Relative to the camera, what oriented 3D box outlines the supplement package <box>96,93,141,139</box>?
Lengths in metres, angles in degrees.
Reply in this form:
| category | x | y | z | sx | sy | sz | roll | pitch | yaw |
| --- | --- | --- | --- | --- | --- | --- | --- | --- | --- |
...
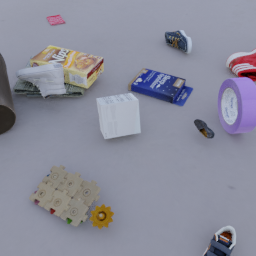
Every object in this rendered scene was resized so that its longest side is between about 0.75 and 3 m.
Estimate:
| category | x | y | z | sx | sy | sz | roll | pitch | yaw |
| --- | --- | --- | --- | --- | --- | --- | --- | --- | --- |
| supplement package | -0.288 | -0.380 | 8.419 | 1.117 | 1.068 | 0.822 | -10 | 23 | -11 |

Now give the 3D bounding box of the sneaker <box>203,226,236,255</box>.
| category | x | y | z | sx | sy | sz | roll | pitch | yaw |
| --- | --- | --- | --- | --- | --- | --- | --- | --- | --- |
| sneaker | 1.883 | 2.562 | 5.824 | 0.486 | 0.492 | 1.240 | 23 | 49 | 21 |

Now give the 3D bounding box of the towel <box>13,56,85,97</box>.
| category | x | y | z | sx | sy | sz | roll | pitch | yaw |
| --- | --- | --- | --- | --- | --- | --- | --- | --- | --- |
| towel | -2.832 | -1.991 | 10.853 | 2.583 | 0.463 | 2.683 | 3 | 41 | -1 |

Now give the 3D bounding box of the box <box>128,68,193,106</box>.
| category | x | y | z | sx | sy | sz | roll | pitch | yaw |
| --- | --- | --- | --- | --- | --- | --- | --- | --- | --- |
| box | 1.241 | -1.558 | 10.366 | 2.149 | 0.348 | 1.302 | 21 | 47 | 19 |

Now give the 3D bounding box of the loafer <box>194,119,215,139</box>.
| category | x | y | z | sx | sy | sz | roll | pitch | yaw |
| --- | --- | --- | --- | --- | --- | --- | --- | --- | --- |
| loafer | 2.216 | 0.014 | 8.325 | 0.284 | 0.286 | 0.787 | -10 | 43 | -36 |

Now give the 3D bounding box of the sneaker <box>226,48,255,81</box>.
| category | x | y | z | sx | sy | sz | roll | pitch | yaw |
| --- | --- | --- | --- | --- | --- | --- | --- | --- | --- |
| sneaker | 5.272 | -2.485 | 11.115 | 2.403 | 0.941 | 1.388 | -18 | 53 | -1 |

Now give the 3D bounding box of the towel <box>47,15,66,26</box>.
| category | x | y | z | sx | sy | sz | roll | pitch | yaw |
| --- | --- | --- | --- | --- | --- | --- | --- | --- | --- |
| towel | -3.890 | -5.821 | 15.105 | 0.801 | 0.124 | 1.107 | -19 | 46 | -18 |

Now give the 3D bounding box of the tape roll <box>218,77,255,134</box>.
| category | x | y | z | sx | sy | sz | roll | pitch | yaw |
| --- | --- | --- | --- | --- | --- | --- | --- | --- | --- |
| tape roll | 3.278 | -0.670 | 8.421 | 0.543 | 1.654 | 1.654 | -5 | 43 | -6 |

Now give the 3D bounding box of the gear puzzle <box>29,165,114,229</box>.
| category | x | y | z | sx | sy | sz | roll | pitch | yaw |
| --- | --- | --- | --- | --- | --- | --- | --- | --- | --- |
| gear puzzle | -1.235 | 1.714 | 6.711 | 2.217 | 0.290 | 1.148 | 19 | 61 | 26 |

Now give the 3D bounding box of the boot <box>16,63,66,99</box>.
| category | x | y | z | sx | sy | sz | roll | pitch | yaw |
| --- | --- | --- | --- | --- | --- | --- | --- | --- | --- |
| boot | -2.967 | -1.503 | 9.431 | 2.253 | 1.077 | 0.829 | 2 | 15 | 41 |

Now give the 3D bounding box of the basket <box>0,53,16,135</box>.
| category | x | y | z | sx | sy | sz | roll | pitch | yaw |
| --- | --- | --- | --- | --- | --- | --- | --- | --- | --- |
| basket | -4.508 | -1.127 | 8.754 | 1.736 | 2.301 | 2.552 | -19 | 55 | -18 |

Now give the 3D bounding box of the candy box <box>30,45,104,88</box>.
| category | x | y | z | sx | sy | sz | roll | pitch | yaw |
| --- | --- | --- | --- | --- | --- | --- | --- | --- | --- |
| candy box | -2.235 | -2.316 | 10.416 | 2.340 | 0.647 | 1.351 | 17 | 43 | 14 |

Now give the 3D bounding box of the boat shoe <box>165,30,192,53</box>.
| category | x | y | z | sx | sy | sz | roll | pitch | yaw |
| --- | --- | --- | --- | --- | --- | --- | --- | --- | --- |
| boat shoe | 2.238 | -3.870 | 12.648 | 0.882 | 0.688 | 1.944 | -5 | 36 | -4 |
